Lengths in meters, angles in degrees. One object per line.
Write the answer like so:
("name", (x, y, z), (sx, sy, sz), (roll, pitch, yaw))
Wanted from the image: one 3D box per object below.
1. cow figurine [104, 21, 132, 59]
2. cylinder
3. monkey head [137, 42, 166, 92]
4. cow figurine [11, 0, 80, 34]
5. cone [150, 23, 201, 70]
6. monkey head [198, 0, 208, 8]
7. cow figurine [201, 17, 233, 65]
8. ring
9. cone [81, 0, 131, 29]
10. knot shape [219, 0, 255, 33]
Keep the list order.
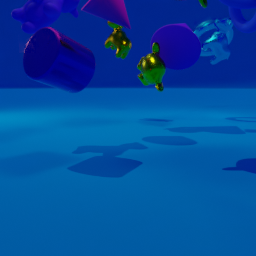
("cow figurine", (-0.295, -3.566, 10.729), (1.438, 1.415, 0.789), (45, 26, 21))
("cylinder", (-1.160, -1.125, 4.790), (0.879, 0.879, 0.879), (6, -5, 35))
("monkey head", (0.838, -1.757, 8.407), (1.047, 1.455, 0.877), (-5, 0, -37))
("cow figurine", (-1.740, -2.618, 6.204), (1.381, 0.758, 1.359), (-36, 7, 14))
("cone", (1.654, -2.921, 8.845), (1.533, 1.533, 1.538), (4, 48, 24))
("monkey head", (0.876, -3.040, 4.913), (1.997, 1.436, 1.203), (20, -29, -21))
("cow figurine", (2.713, -2.554, 8.087), (1.150, 1.169, 0.642), (-29, 9, 24))
("ring", (3.230, -3.490, 10.915), (1.741, 0.348, 1.741), (-6, -31, -3))
("cone", (-0.341, -3.040, 7.273), (1.231, 1.227, 1.227), (43, -9, -23))
("knot shape", (2.821, -3.361, 6.639), (1.736, 1.855, 0.857), (39, 49, 1))
